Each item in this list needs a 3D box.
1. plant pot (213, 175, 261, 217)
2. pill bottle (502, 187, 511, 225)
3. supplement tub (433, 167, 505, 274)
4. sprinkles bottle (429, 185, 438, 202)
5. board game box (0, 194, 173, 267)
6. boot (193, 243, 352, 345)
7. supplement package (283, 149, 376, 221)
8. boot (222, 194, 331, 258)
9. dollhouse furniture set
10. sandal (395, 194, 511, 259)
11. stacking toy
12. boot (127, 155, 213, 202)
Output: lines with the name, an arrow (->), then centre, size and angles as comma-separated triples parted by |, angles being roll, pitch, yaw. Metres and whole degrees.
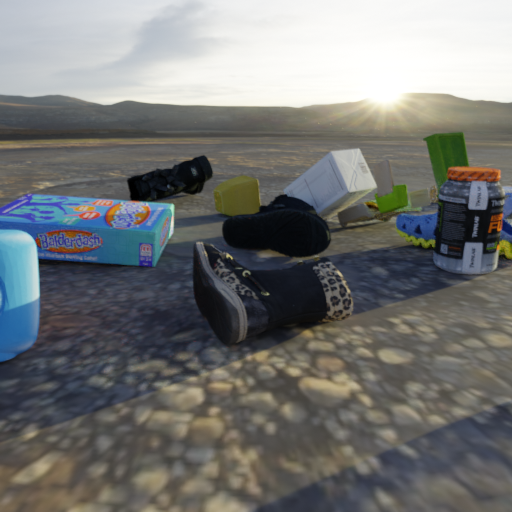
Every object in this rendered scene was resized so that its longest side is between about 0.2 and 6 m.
plant pot -> -0.552, -1.507, 14.754 | 1.010, 0.988, 0.981 | -14, 20, -22
pill bottle -> 5.788, -1.087, 13.034 | 0.560, 0.985, 0.560 | -1, 15, 0
supplement tub -> 3.752, -0.644, 9.882 | 1.090, 1.779, 1.090 | 0, 15, 0
sprinkles bottle -> 6.027, -1.885, 16.826 | 1.538, 0.525, 0.525 | -3, 16, -9
board game box -> -3.381, -0.570, 11.101 | 3.191, 0.718, 2.427 | 4, 17, -2
boot -> 0.099, 0.383, 7.849 | 1.786, 0.868, 2.372 | -6, 20, -17
supplement package -> 1.690, -1.582, 13.157 | 1.013, 1.052, 1.849 | -14, -13, -39
boot -> 0.793, -0.711, 11.687 | 2.459, 0.939, 2.066 | 3, 18, 34
dollhouse furniture set -> 3.160, -1.597, 12.431 | 1.630, 1.259, 3.261 | -8, -4, -26
sandal -> 4.194, -0.698, 11.278 | 2.749, 1.197, 1.093 | 6, 19, 27
stacking toy -> -3.823, 0.413, 7.241 | 1.618, 1.530, 2.787 | -1, 3, -28
boot -> -2.679, -2.125, 16.717 | 2.303, 1.040, 2.811 | -23, 4, -19
